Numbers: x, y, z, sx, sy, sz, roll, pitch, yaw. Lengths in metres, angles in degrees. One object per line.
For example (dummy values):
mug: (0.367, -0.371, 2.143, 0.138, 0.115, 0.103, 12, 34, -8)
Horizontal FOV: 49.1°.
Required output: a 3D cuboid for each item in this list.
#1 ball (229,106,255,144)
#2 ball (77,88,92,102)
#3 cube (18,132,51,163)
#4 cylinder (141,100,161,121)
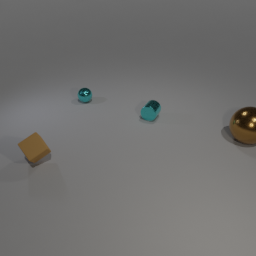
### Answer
ball: (4.489, -0.095, 10.357, 1.400, 1.400, 1.400, 0, 32, 0)
ball: (-2.051, -1.573, 13.337, 0.700, 0.700, 0.700, 0, 32, 0)
cube: (-3.099, 0.666, 9.334, 0.700, 0.700, 0.700, -36, 82, -12)
cylinder: (0.987, -0.754, 12.045, 0.700, 0.700, 0.700, 14, 35, 21)
